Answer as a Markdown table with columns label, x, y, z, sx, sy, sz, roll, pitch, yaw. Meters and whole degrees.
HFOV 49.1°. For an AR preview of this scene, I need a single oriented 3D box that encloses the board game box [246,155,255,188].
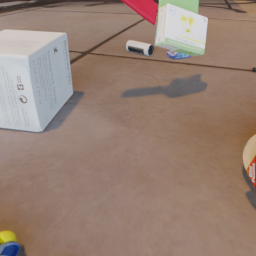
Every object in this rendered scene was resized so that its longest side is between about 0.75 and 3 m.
| label | x | y | z | sx | sy | sz | roll | pitch | yaw |
| --- | --- | --- | --- | --- | --- | --- | --- | --- | --- |
| board game box | 3.812 | 0.779 | 4.117 | 2.445 | 2.447 | 2.445 | -6 | 49 | -10 |

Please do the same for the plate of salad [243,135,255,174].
| label | x | y | z | sx | sy | sz | roll | pitch | yaw |
| --- | --- | --- | --- | --- | --- | --- | --- | --- | --- |
| plate of salad | 3.746 | 0.909 | 6.176 | 2.349 | 0.564 | 2.349 | -3 | 45 | 3 |

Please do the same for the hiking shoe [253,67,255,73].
| label | x | y | z | sx | sy | sz | roll | pitch | yaw |
| --- | --- | --- | --- | --- | --- | --- | --- | --- | --- |
| hiking shoe | 5.803 | -2.571 | 12.120 | 0.791 | 0.294 | 0.343 | -2 | 33 | -3 |

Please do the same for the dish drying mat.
| label | x | y | z | sx | sy | sz | roll | pitch | yaw |
| --- | --- | --- | --- | --- | --- | --- | --- | --- | --- |
| dish drying mat | -0.065 | -4.043 | 8.302 | 2.398 | 0.218 | 0.921 | 27 | 57 | -31 |

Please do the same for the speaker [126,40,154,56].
| label | x | y | z | sx | sy | sz | roll | pitch | yaw |
| --- | --- | --- | --- | --- | --- | --- | --- | --- | --- |
| speaker | 0.613 | -4.113 | 14.354 | 1.413 | 0.574 | 0.574 | 22 | 38 | 31 |

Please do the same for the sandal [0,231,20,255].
| label | x | y | z | sx | sy | sz | roll | pitch | yaw |
| --- | --- | --- | --- | --- | --- | --- | --- | --- | --- |
| sandal | -2.204 | 2.261 | 3.961 | 0.780 | 0.712 | 1.792 | 25 | 41 | 28 |

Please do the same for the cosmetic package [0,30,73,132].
| label | x | y | z | sx | sy | sz | roll | pitch | yaw |
| --- | --- | --- | --- | --- | --- | --- | --- | --- | --- |
| cosmetic package | -3.293 | -1.591 | 8.656 | 2.250 | 2.264 | 2.705 | 5 | 32 | 9 |

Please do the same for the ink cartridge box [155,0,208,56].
| label | x | y | z | sx | sy | sz | roll | pitch | yaw |
| --- | --- | --- | --- | --- | --- | --- | --- | --- | --- |
| ink cartridge box | 1.833 | -3.794 | 9.308 | 1.791 | 2.461 | 0.590 | 5 | 2 | -31 |

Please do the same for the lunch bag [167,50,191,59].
| label | x | y | z | sx | sy | sz | roll | pitch | yaw |
| --- | --- | --- | --- | --- | --- | --- | --- | --- | --- |
| lunch bag | 2.461 | -3.715 | 13.930 | 1.044 | 0.491 | 0.786 | -20 | 36 | -8 |
